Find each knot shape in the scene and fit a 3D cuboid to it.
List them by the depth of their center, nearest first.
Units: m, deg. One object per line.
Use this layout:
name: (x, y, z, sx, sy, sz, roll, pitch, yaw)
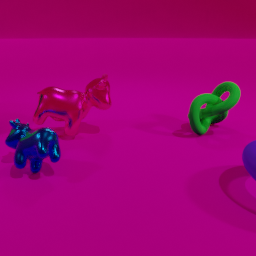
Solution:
knot shape: (2.081, -0.523, 6.778, 0.699, 1.416, 1.513, 50, 21, 17)

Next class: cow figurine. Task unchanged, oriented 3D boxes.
cow figurine: (-1.700, 0.214, 5.008, 1.146, 1.128, 0.629, -27, -35, 24)
cow figurine: (-1.239, -0.666, 6.529, 1.671, 1.644, 0.917, 21, 5, -14)

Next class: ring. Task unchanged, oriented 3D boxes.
ring: (2.631, 0.697, 4.161, 1.835, 0.367, 1.835, 12, 23, -5)
